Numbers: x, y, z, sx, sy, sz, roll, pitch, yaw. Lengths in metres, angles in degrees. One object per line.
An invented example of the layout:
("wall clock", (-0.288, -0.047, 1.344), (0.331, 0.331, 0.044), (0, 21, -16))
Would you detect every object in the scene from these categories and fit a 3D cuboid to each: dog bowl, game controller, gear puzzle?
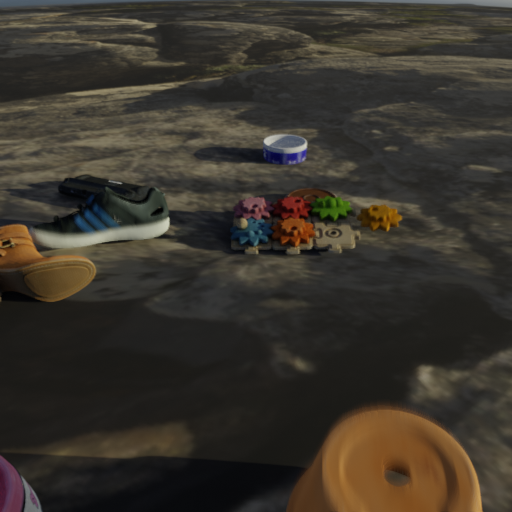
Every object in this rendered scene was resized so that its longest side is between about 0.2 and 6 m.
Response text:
("dog bowl", (-2.868, 2.474, 5.057), (1.716, 0.633, 1.716), (1, 30, 0))
("game controller", (-3.212, -1.393, 11.963), (1.964, 0.414, 1.025), (13, 19, 21))
("gear puzzle", (1.102, -0.685, 10.316), (3.153, 0.413, 1.633), (-1, 38, 3))
("dog bowl", (0.711, -2.652, 13.948), (1.074, 0.423, 1.074), (0, 30, 0))

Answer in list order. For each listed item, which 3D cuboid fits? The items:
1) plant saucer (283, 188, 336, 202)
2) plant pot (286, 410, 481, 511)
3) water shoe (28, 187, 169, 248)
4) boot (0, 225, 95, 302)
("plant saucer", (1.139, -1.094, 11.516), (1.320, 0.227, 1.320), (1, 31, 0))
("plant pot", (1.111, 2.193, 4.756), (1.806, 1.264, 1.806), (-2, 36, 1))
("water shoe", (-2.829, -0.758, 10.091), (2.454, 0.968, 0.877), (-7, 18, -17))
("boot", (-3.658, 0.072, 8.992), (2.053, 0.787, 1.593), (-19, 40, -5))
